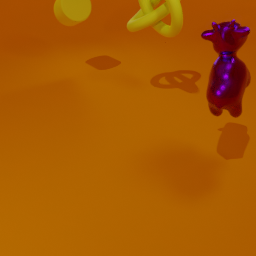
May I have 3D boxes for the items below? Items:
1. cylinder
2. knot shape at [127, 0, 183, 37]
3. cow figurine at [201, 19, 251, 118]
[{"bbox_3d":[-1.914,-4.118,9.623,1.048,1.048,1.048,-19,18,-24],"label":"cylinder"},{"bbox_3d":[0.890,-3.321,7.777,0.913,1.975,1.848,6,38,-47],"label":"knot shape"},{"bbox_3d":[1.868,-1.131,5.336,0.868,1.556,1.581,6,66,33],"label":"cow figurine"}]
